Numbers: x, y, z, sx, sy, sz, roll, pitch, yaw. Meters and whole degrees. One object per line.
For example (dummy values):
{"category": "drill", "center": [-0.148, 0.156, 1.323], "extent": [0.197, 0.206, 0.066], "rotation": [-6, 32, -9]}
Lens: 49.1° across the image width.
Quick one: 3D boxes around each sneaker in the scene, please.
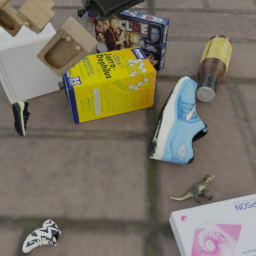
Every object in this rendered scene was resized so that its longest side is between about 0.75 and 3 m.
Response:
{"category": "sneaker", "center": [-1.944, -0.176, 5.261], "extent": [0.270, 0.753, 0.312], "rotation": [31, 40, 30]}
{"category": "sneaker", "center": [1.492, -0.172, 7.570], "extent": [1.294, 1.128, 2.877], "rotation": [23, 56, -1]}
{"category": "sneaker", "center": [-1.687, 2.275, 5.647], "extent": [0.503, 0.309, 0.773], "rotation": [24, 42, 31]}

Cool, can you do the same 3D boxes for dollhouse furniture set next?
{"category": "dollhouse furniture set", "center": [-2.221, -1.504, 5.466], "extent": [1.993, 2.096, 1.708], "rotation": [-13, 42, 55]}

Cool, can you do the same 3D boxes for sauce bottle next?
{"category": "sauce bottle", "center": [2.748, -1.957, 9.075], "extent": [0.924, 0.924, 2.857], "rotation": [17, 51, 14]}

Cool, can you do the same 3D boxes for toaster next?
{"category": "toaster", "center": [-0.490, -4.072, 7.724], "extent": [2.309, 1.312, 1.492], "rotation": [-21, 71, 18]}

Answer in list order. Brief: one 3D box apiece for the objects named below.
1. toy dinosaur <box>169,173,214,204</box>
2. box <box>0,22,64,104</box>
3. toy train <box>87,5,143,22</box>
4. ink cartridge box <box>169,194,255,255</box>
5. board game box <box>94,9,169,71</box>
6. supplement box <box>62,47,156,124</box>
{"category": "toy dinosaur", "center": [1.591, 1.482, 6.397], "extent": [1.218, 0.289, 0.537], "rotation": [-24, 38, -20]}
{"category": "box", "center": [-2.994, -2.026, 8.467], "extent": [1.896, 1.886, 1.239], "rotation": [-20, 51, -17]}
{"category": "toy train", "center": [-0.563, -5.254, 12.114], "extent": [2.316, 0.980, 1.340], "rotation": [-2, 35, -2]}
{"category": "ink cartridge box", "center": [2.112, 2.436, 5.428], "extent": [2.060, 0.454, 2.098], "rotation": [-10, 47, -9]}
{"category": "board game box", "center": [0.063, -3.097, 9.544], "extent": [2.541, 1.722, 0.440], "rotation": [20, 49, 18]}
{"category": "supplement box", "center": [-0.588, -1.273, 8.147], "extent": [2.446, 1.339, 1.331], "rotation": [-14, 49, -13]}
